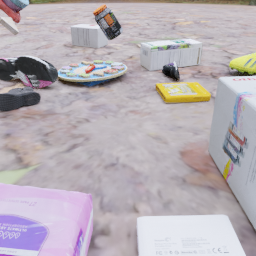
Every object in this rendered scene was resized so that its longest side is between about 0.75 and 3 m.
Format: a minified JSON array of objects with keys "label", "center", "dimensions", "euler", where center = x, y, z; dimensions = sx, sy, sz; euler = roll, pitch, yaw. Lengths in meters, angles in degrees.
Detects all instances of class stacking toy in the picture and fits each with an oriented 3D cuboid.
[{"label":"stacking toy","center":[-3.299,-3.506,7.098],"dimensions":[0.825,1.953,1.768],"euler":[-36,55,17]}]

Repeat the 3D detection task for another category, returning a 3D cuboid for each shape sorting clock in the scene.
[{"label":"shape sorting clock","center":[-1.402,-2.291,10.986],"dimensions":[2.760,0.541,2.760],"euler":[0,28,0]}]

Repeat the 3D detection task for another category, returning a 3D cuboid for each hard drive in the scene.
[{"label":"hard drive","center":[0.869,1.950,3.401],"dimensions":[1.416,0.282,2.147],"euler":[-1,28,-1]}]

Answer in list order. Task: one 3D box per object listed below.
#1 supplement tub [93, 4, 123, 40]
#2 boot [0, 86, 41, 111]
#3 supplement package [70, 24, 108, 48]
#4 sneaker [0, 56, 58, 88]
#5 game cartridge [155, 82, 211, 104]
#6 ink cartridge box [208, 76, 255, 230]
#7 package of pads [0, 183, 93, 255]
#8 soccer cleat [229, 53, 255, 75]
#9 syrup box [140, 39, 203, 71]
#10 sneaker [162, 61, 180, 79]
[{"label":"supplement tub","center":[-0.689,-3.590,9.519],"dimensions":[0.647,1.057,0.647],"euler":[-27,30,17]},{"label":"boot","center":[-3.559,-0.940,8.630],"dimensions":[1.531,0.534,1.008],"euler":[-7,24,-36]},{"label":"supplement package","center":[-2.178,-5.229,15.861],"dimensions":[1.796,1.076,1.089],"euler":[13,31,23]},{"label":"sneaker","center":[-3.609,-2.285,10.407],"dimensions":[2.803,1.126,1.210],"euler":[17,31,26]},{"label":"game cartridge","center":[1.809,-1.208,9.293],"dimensions":[1.543,0.250,1.360],"euler":[-5,29,-8]},{"label":"ink cartridge box","center":[2.733,0.282,4.877],"dimensions":[1.811,1.803,2.493],"euler":[-2,28,-3]},{"label":"package of pads","center":[-1.430,1.778,2.918],"dimensions":[1.675,1.052,2.779],"euler":[2,29,5]},{"label":"soccer cleat","center":[5.435,-2.817,11.234],"dimensions":[2.917,1.220,0.943],"euler":[-5,29,-9]},{"label":"syrup box","center":[1.882,-3.220,12.197],"dimensions":[2.538,1.034,0.999],"euler":[-12,31,-19]},{"label":"sneaker","center":[1.660,-2.176,10.961],"dimensions":[0.624,0.539,1.425],"euler":[-12,23,9]}]
